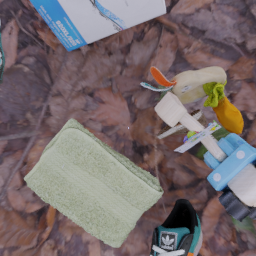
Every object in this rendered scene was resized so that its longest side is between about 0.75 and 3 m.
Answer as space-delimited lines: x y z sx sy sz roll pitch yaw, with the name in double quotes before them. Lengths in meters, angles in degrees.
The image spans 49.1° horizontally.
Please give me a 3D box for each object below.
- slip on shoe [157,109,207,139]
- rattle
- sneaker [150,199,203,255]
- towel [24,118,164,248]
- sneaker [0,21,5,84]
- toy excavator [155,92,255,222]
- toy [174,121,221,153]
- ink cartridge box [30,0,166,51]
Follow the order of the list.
"slip on shoe" 1.404 0.006 7.349 1.349 0.513 0.409 -31 103 15
"rattle" 1.407 -0.503 6.061 1.424 2.188 1.563 -10 87 40
"sneaker" 0.796 2.703 5.698 1.049 2.938 1.174 -2 120 27
"towel" -0.675 1.108 5.357 2.316 0.422 1.718 36 100 -1
"sneaker" -2.763 -1.565 5.533 0.659 0.775 1.698 -6 64 -13
"toy excavator" 1.887 0.494 5.786 1.270 2.472 2.543 -51 49 17
"toy" 1.091 0.116 4.504 0.773 0.445 0.183 -35 66 21
"ink cartridge box" -0.691 -3.532 6.615 2.692 1.947 1.981 -15 52 18
